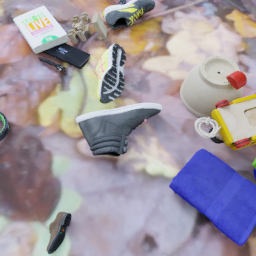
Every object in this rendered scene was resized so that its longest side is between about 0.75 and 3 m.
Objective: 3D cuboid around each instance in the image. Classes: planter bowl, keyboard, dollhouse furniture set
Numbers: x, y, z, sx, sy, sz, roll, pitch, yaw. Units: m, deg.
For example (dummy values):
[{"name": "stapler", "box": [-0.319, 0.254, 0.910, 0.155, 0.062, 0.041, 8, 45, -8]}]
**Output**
[{"name": "planter bowl", "box": [2.626, -1.369, 8.525, 1.892, 1.273, 1.892, 0, 59, 0]}, {"name": "keyboard", "box": [-2.435, -2.537, 9.831, 2.039, 0.210, 1.296, 26, 57, 16]}, {"name": "dollhouse furniture set", "box": [-1.466, -3.605, 10.313, 1.184, 0.786, 1.037, -7, 57, 22]}]

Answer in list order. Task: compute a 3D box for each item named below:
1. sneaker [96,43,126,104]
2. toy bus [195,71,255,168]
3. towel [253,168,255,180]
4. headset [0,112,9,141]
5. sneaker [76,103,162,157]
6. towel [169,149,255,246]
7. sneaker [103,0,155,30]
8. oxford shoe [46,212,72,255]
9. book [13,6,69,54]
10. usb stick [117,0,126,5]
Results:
[{"name": "sneaker", "box": [-0.661, -1.655, 9.026, 0.958, 0.829, 2.121, -15, 53, 42]}, {"name": "toy bus", "box": [3.088, -0.050, 7.675, 2.607, 1.347, 2.460, 27, 64, 2]}, {"name": "towel", "box": [4.780, 1.344, 7.310, 2.436, 0.603, 1.799, -21, 61, -12]}, {"name": "headset", "box": [-4.453, 0.033, 7.882, 2.029, 0.953, 1.253, -26, 61, -27]}, {"name": "sneaker", "box": [-0.072, 0.073, 7.962, 2.640, 0.933, 1.309, -13, 85, -27]}, {"name": "towel", "box": [2.329, 1.683, 7.206, 2.201, 0.545, 1.625, 39, 60, 20]}, {"name": "sneaker", "box": [0.112, -4.259, 10.609, 2.044, 0.761, 0.865, -19, 67, 0]}, {"name": "oxford shoe", "box": [-1.751, 2.535, 6.812, 0.425, 0.366, 1.007, 6, 57, 25]}, {"name": "book", "box": [-3.193, -3.570, 10.203, 1.292, 0.465, 1.933, -29, 61, -18]}, {"name": "usb stick", "box": [-0.371, -4.850, 11.210, 0.273, 0.161, 0.986, 19, 61, 19]}]
